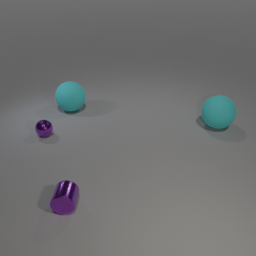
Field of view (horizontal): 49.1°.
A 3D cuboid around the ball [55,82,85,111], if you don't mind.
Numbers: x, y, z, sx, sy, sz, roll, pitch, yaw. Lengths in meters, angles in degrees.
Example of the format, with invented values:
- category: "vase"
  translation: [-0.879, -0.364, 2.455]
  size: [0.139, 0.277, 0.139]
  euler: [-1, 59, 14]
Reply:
- category: "ball"
  translation: [-2.728, -1.496, 13.280]
  size: [1.400, 1.400, 1.400]
  euler: [0, 30, 0]

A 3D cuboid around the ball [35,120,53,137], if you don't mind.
- category: "ball"
  translation: [-3.422, 0.006, 11.416]
  size: [0.700, 0.700, 0.700]
  euler: [0, 30, 0]

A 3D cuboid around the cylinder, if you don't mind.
- category: "cylinder"
  translation: [-1.792, 1.977, 7.974]
  size: [0.700, 0.700, 0.700]
  euler: [1, 30, 1]

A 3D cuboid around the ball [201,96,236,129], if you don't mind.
- category: "ball"
  translation: [3.830, -0.671, 11.842]
  size: [1.400, 1.400, 1.400]
  euler: [0, 30, 0]
